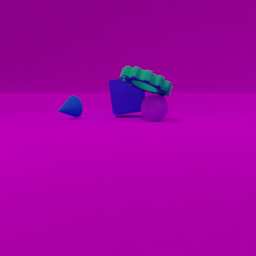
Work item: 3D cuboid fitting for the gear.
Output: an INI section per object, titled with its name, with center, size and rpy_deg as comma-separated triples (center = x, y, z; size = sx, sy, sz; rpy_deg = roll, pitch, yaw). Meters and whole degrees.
[gear]
center = 0.620, -1.564, 9.535
size = 1.767, 0.327, 1.767
rpy_deg = 21, -3, 1

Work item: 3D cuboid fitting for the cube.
[cube]
center = 0.003, -1.273, 11.315
size = 1.333, 1.333, 1.333
rpy_deg = -7, 1, 1

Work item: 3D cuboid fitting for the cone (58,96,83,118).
[cone]
center = -2.244, -0.699, 10.222
size = 0.844, 0.844, 0.847
rpy_deg = 6, 18, 36

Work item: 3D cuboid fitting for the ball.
[ball]
center = 0.918, -0.707, 9.674
size = 0.948, 0.948, 0.948
rpy_deg = 0, 8, 0
